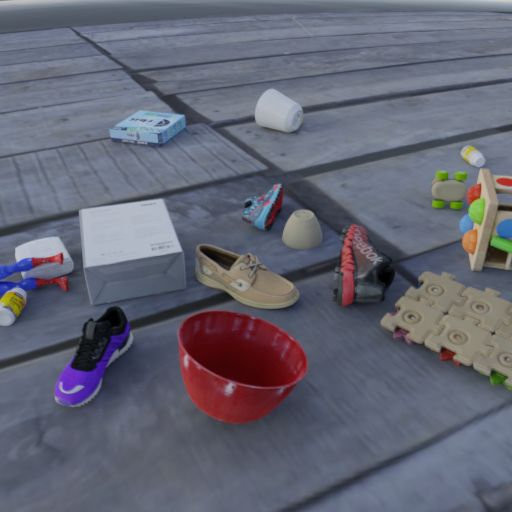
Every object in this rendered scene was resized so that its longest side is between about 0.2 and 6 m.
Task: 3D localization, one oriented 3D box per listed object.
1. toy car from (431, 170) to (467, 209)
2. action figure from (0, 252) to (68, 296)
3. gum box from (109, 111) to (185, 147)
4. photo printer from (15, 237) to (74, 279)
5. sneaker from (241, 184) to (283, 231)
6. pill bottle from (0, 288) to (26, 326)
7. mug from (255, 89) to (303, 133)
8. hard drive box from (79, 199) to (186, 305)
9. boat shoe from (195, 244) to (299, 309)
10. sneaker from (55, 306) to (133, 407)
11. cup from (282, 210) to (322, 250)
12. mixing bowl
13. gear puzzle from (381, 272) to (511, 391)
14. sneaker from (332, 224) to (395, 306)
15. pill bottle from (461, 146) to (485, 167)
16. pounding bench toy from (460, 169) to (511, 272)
[{"bbox_3d":[4.688,-1.715,13.807,0.838,0.872,1.062,4,21,6],"label":"toy car"},{"bbox_3d":[-4.838,0.600,10.001,2.694,0.879,1.334,-8,22,-13],"label":"action figure"},{"bbox_3d":[-3.402,-4.058,17.750,1.662,0.436,1.956,10,34,16],"label":"gum box"},{"bbox_3d":[-4.327,0.042,11.363,0.972,0.406,1.168,-18,36,-25],"label":"photo printer"},{"bbox_3d":[0.133,-1.251,13.060,0.833,0.692,1.745,12,32,12],"label":"sneaker"},{"bbox_3d":[-4.398,0.892,10.041,0.397,0.397,0.726,1,32,2],"label":"pill bottle"},{"bbox_3d":[0.908,-4.636,18.045,1.250,1.219,1.522,29,48,26],"label":"mug"},{"bbox_3d":[-2.521,-0.168,11.227,1.819,0.896,2.334,-9,34,-14],"label":"hard drive box"},{"bbox_3d":[-0.237,0.363,10.566,2.232,0.720,0.795,16,36,24],"label":"boat shoe"},{"bbox_3d":[-2.548,1.440,8.645,0.631,0.903,1.815,13,37,11],"label":"sneaker"},{"bbox_3d":[1.017,-0.626,12.206,0.885,0.633,0.885,0,33,0],"label":"cup"},{"bbox_3d":[-0.310,1.687,8.003,1.889,1.023,1.889,15,21,-6],"label":"mixing bowl"},{"bbox_3d":[3.952,1.399,9.145,3.486,0.456,1.805,24,49,35],"label":"gear puzzle"},{"bbox_3d":[2.100,0.165,10.808,1.112,0.805,2.277,5,35,9],"label":"sneaker"},{"bbox_3d":[6.137,-2.792,15.814,0.400,0.400,0.712,-7,36,-11],"label":"pill bottle"},{"bbox_3d":[5.168,-0.412,10.953,2.028,1.615,2.600,7,33,11],"label":"pounding bench toy"}]
